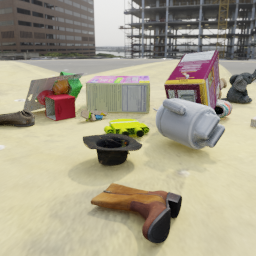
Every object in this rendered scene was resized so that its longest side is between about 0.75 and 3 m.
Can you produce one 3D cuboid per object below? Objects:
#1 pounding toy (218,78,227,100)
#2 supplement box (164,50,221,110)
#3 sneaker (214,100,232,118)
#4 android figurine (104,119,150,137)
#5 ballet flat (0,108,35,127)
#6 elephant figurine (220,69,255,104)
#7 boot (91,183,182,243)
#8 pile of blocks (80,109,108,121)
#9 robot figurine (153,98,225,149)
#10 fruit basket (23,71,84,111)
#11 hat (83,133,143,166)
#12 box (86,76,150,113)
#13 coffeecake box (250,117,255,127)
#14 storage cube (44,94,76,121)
[{"bbox_3d":[4.230,-1.926,15.212,2.693,1.545,1.540,-10,46,-2],"label":"pounding toy"},{"bbox_3d":[2.538,-1.538,10.584,1.433,1.817,2.776,3,36,28],"label":"supplement box"},{"bbox_3d":[3.057,-0.878,11.585,2.315,0.815,1.082,12,15,25],"label":"sneaker"},{"bbox_3d":[-0.068,-0.004,9.550,1.501,0.339,1.649,-5,16,-17],"label":"android figurine"},{"bbox_3d":[-4.838,-0.420,10.441,2.738,0.635,0.923,1,17,2],"label":"ballet flat"},{"bbox_3d":[5.726,-2.232,14.166,1.444,1.862,1.317,-12,21,-34],"label":"elephant figurine"},{"bbox_3d":[0.035,1.369,4.944,1.551,0.531,1.460,7,19,23],"label":"boot"},{"bbox_3d":[-1.378,-0.440,11.151,1.202,0.494,0.374,-1,-28,-34],"label":"pile of blocks"},{"bbox_3d":[1.687,-0.154,8.201,1.248,1.874,2.210,-51,40,-13],"label":"robot figurine"},{"bbox_3d":[-3.287,-1.593,12.139,2.404,2.226,1.127,-13,65,-36],"label":"fruit basket"},{"bbox_3d":[-0.438,0.602,7.241,1.587,0.640,1.587,8,14,-2],"label":"hat"},{"bbox_3d":[-0.371,-1.661,13.189,2.800,1.354,2.463,2,17,3],"label":"box"},{"bbox_3d":[5.020,-0.227,10.387,0.633,0.301,0.825,17,24,42],"label":"coffeecake box"},{"bbox_3d":[-2.776,-0.874,11.469,0.938,0.892,1.043,-13,22,-38],"label":"storage cube"}]
